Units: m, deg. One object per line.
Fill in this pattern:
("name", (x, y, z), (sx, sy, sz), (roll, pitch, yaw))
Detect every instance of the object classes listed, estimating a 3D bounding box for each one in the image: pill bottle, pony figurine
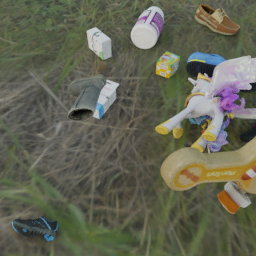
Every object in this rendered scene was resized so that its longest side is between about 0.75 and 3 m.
("pill bottle", (0.872, -4.173, 11.489), (1.067, 1.067, 1.900), (14, 51, 12))
("pony figurine", (2.471, -0.646, 7.864), (2.683, 2.314, 2.779), (9, 53, 39))

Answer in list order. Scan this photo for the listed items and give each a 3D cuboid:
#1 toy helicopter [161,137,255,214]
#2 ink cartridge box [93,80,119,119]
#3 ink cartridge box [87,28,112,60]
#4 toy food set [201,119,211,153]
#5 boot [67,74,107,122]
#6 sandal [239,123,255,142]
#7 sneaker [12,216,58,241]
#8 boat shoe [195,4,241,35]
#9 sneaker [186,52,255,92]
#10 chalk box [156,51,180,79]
("toy helicopter", (1.822, 0.716, 4.673), (2.943, 1.946, 1.161), (1, 40, -24))
("ink cartridge box", (-0.917, -0.995, 9.171), (0.789, 0.461, 1.360), (22, 53, 18))
("ink cartridge box", (-1.115, -3.290, 10.913), (0.455, 0.789, 1.080), (-30, 55, -22))
("toy food set", (2.232, 0.198, 8.140), (0.329, 0.593, 1.008), (0, 51, 26))
("boot", (-0.794, -0.466, 4.709), (0.874, 0.349, 0.961), (-17, 43, 32))
("sandal", (4.020, -0.098, 8.277), (1.689, 0.404, 0.635), (-26, 16, -20))
("sneaker", (-2.146, 2.281, 6.504), (1.069, 0.392, 0.438), (14, 38, 3))
("boat shoe", (3.836, -4.718, 12.113), (2.157, 0.796, 0.816), (36, 58, 27))
("sneaker", (3.413, -2.102, 9.841), (2.666, 0.879, 1.045), (22, 52, 18))
("chalk box", (1.509, -2.363, 10.255), (0.589, 0.586, 0.946), (26, 55, 20))
